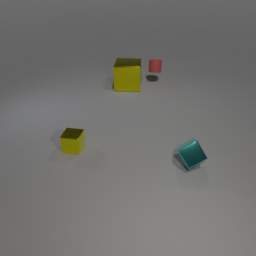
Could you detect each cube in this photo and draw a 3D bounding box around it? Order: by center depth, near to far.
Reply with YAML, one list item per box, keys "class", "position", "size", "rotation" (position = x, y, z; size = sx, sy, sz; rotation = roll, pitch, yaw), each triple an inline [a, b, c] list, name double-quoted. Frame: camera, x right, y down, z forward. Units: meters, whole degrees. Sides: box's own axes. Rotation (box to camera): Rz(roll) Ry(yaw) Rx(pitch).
- class: "cube"
  position: [2.105, 0.833, 9.305]
  size: [0.700, 0.700, 0.700]
  rotation: [-30, 2, 6]
- class: "cube"
  position: [-2.025, 0.479, 10.330]
  size: [0.700, 0.700, 0.700]
  rotation: [5, 32, 9]
- class: "cube"
  position: [-0.001, -2.875, 15.115]
  size: [1.400, 1.400, 1.400]
  rotation: [2, 32, 4]

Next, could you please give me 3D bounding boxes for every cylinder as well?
- class: "cylinder"
  position: [1.529, -3.471, 15.689]
  size: [0.700, 0.700, 0.700]
  rotation: [3, 10, -1]
